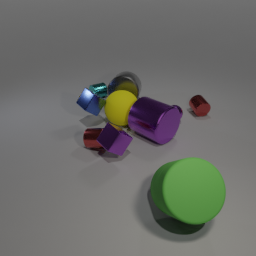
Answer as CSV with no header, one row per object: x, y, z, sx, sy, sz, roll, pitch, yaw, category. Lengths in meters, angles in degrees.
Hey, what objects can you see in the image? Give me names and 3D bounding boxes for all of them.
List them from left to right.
-1.408,-0.993,10.730,0.700,0.700,0.700,39,9,40,cube
-1.075,0.346,9.681,0.700,0.700,0.700,-1,27,24,cylinder
-1.454,-1.823,13.724,0.700,0.700,0.700,-19,34,-31,cylinder
-0.422,0.358,8.879,0.700,0.700,0.700,26,10,-48,cube
-0.248,-0.794,11.140,1.400,1.400,1.400,0,29,0,ball
-0.137,-1.763,12.673,1.400,1.400,1.400,3,20,6,cylinder
0.953,-0.299,10.243,1.400,1.400,1.400,-26,38,-38,cylinder
1.905,-0.608,11.540,0.700,0.700,0.700,0,29,0,ball
1.337,1.441,6.582,1.400,1.400,1.400,-4,-10,-7,cylinder
3.085,-0.963,12.066,0.700,0.700,0.700,-7,39,-13,cylinder
